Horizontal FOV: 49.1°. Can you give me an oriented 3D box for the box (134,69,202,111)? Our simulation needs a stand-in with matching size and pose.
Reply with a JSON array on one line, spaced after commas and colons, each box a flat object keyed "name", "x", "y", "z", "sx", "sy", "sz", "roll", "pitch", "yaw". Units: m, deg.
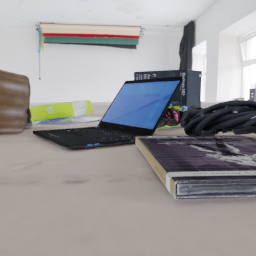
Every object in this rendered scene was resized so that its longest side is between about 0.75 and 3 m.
[{"name": "box", "x": 1.788, "y": -1.559, "z": 12.875, "sx": 2.815, "sy": 2.089, "sz": 1.507, "roll": 5, "pitch": 10, "yaw": 37}]

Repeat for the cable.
[{"name": "cable", "x": 2.262, "y": -0.020, "z": 5.607, "sx": 2.290, "sy": 0.713, "sz": 2.807, "roll": 9, "pitch": -4, "yaw": 3}]

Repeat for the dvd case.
[{"name": "dvd case", "x": 1.372, "y": 0.418, "z": 4.104, "sx": 2.200, "sy": 0.236, "sz": 2.958, "roll": 0, "pitch": 6, "yaw": -5}]

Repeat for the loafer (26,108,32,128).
[{"name": "loafer", "x": -3.993, "y": -0.301, "z": 8.134, "sx": 2.288, "sy": 0.721, "sz": 0.823, "roll": -3, "pitch": 7, "yaw": -25}]

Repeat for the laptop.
[{"name": "laptop", "x": -0.550, "y": -0.493, "z": 6.683, "sx": 2.823, "sy": 1.458, "sz": 2.502, "roll": -4, "pitch": 7, "yaw": -33}]

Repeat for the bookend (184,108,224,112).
[{"name": "bookend", "x": 2.382, "y": -0.378, "z": 9.273, "sx": 1.329, "sy": 0.616, "sz": 1.337, "roll": -1, "pitch": 6, "yaw": -9}]

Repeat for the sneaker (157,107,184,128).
[{"name": "sneaker", "x": 1.069, "y": -0.356, "z": 8.173, "sx": 0.800, "sy": 0.733, "sz": 1.910, "roll": -16, "pitch": -4, "yaw": 39}]

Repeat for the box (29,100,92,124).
[{"name": "box", "x": -2.570, "y": -0.650, "z": 10.856, "sx": 1.670, "sy": 0.653, "sz": 2.738, "roll": -7, "pitch": 6, "yaw": 9}]

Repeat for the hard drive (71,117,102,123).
[{"name": "hard drive", "x": -1.598, "y": -0.333, "z": 10.918, "sx": 0.712, "sy": 0.137, "sz": 1.079, "roll": 3, "pitch": 7, "yaw": 25}]

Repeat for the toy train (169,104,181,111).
[{"name": "toy train", "x": 1.423, "y": -0.688, "z": 10.737, "sx": 1.446, "sy": 1.058, "sz": 2.500, "roll": 9, "pitch": 7, "yaw": -23}]

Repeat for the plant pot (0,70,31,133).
[{"name": "plant pot", "x": -3.629, "y": -0.712, "z": 7.013, "sx": 2.028, "sy": 2.049, "sz": 2.049, "roll": 4, "pitch": 4, "yaw": -30}]
